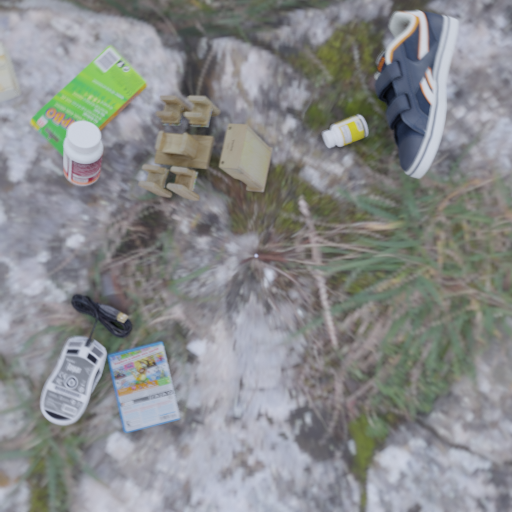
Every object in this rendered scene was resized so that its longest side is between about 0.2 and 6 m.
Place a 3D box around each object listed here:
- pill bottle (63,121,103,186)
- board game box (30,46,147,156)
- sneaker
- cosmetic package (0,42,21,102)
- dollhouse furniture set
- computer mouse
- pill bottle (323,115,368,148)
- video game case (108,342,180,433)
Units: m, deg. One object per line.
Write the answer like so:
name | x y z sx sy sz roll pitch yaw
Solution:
pill bottle | -2.507 -1.477 8.108 0.538 0.982 0.538 8 64 -16
board game box | -2.569 -2.346 8.604 1.707 0.256 0.815 -45 91 -7
sneaker | 2.227 -2.411 8.262 1.025 1.012 2.581 13 74 -3
cosmetic package | -3.980 -2.831 8.650 0.422 0.285 0.802 -20 84 -2
dollhouse furniture set | -0.721 -1.500 8.359 1.589 1.056 1.393 9 84 23
computer mouse | -2.557 1.538 8.166 0.990 0.396 1.805 22 79 -2
pill bottle | 1.347 -1.872 8.519 0.624 0.347 0.347 -21 84 -3
video game case | -1.656 1.930 8.250 0.827 0.103 1.155 -14 84 -1
